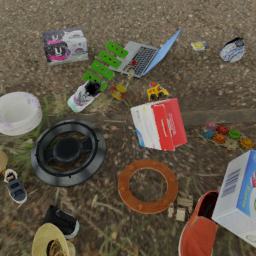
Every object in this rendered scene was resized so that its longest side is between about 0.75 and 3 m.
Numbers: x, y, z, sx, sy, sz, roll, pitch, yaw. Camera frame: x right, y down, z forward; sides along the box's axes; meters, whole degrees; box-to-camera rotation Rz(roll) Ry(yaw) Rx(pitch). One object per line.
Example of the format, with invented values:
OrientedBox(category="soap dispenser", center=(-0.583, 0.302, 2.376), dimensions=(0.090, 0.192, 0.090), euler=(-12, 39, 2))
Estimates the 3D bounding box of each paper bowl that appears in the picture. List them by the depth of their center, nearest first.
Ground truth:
OrientedBox(category="paper bowl", center=(-4.286, -0.477, 10.913), dimensions=(1.841, 0.957, 1.841), euler=(0, 50, 0))

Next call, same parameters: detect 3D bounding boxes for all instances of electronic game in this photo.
OrientedBox(category="electronic game", center=(-2.123, 0.827, 10.051), dimensions=(2.717, 0.565, 2.717), euler=(-3, 57, 4))

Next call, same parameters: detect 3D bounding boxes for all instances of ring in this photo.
OrientedBox(category="ring", center=(0.677, 1.888, 9.433), dimensions=(2.031, 0.195, 2.031), euler=(0, 49, 0))

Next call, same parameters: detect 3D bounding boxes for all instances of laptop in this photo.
OrientedBox(category="laptop", center=(0.792, -3.753, 13.251), dimensions=(2.798, 1.622, 2.620), euler=(19, 52, 16))

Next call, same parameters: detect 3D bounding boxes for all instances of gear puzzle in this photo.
OrientedBox(category="gear puzzle", center=(3.822, 0.332, 10.694), dimensions=(1.945, 0.255, 1.008), euler=(22, 53, 17))

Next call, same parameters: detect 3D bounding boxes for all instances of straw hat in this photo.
OrientedBox(category="straw hat", center=(-1.877, 3.455, 7.729), dimensions=(0.719, 1.700, 1.700), euler=(12, 33, -48))

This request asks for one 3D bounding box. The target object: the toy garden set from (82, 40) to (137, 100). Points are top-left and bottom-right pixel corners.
OrientedBox(category="toy garden set", center=(-0.602, -2.465, 12.371), dimensions=(1.915, 0.458, 2.297), euler=(32, 69, -2))

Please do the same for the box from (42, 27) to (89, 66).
OrientedBox(category="box", center=(-3.078, -4.035, 13.773), dimensions=(2.029, 1.164, 1.341), euler=(-12, 51, -10))

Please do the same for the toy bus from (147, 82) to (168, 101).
OrientedBox(category="toy bus", center=(1.198, -1.565, 11.709), dimensions=(0.808, 0.549, 0.776), euler=(-18, 88, 24))

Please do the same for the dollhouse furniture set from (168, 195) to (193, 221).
OrientedBox(category="dollhouse furniture set", center=(1.676, 2.513, 8.954), dimensions=(0.729, 0.417, 0.855), euler=(8, 24, 12))

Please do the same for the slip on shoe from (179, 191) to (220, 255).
OrientedBox(category="slip on shoe", center=(2.179, 2.926, 8.161), dimensions=(0.973, 0.804, 2.627), euler=(23, 55, 16))

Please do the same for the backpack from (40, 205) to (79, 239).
OrientedBox(category="backpack", center=(-1.967, 2.846, 8.317), dimensions=(1.042, 0.660, 0.870), euler=(13, 64, 11))

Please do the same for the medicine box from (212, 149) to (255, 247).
OrientedBox(category="medicine box", center=(3.937, 2.195, 8.074), dimensions=(2.322, 1.195, 2.115), euler=(33, 55, 0))

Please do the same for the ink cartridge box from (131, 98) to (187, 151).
OrientedBox(category="ink cartridge box", center=(1.077, -0.126, 9.373), dimensions=(0.868, 1.500, 2.582), euler=(-17, 7, -19))

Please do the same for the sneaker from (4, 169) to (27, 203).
OrientedBox(category="sneaker", center=(-3.753, 1.902, 9.231), dimensions=(0.489, 0.495, 1.246), euler=(-28, 57, -23))

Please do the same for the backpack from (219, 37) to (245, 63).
OrientedBox(category="backpack", center=(5.063, -3.693, 13.649), dimensions=(1.070, 1.123, 0.865), euler=(-16, 65, -9))

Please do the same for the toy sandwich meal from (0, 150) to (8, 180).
OrientedBox(category="toy sandwich meal", center=(-4.793, 1.351, 9.741), dimensions=(1.373, 0.470, 1.373), euler=(0, 46, 0))

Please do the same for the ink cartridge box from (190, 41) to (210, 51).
OrientedBox(category="ink cartridge box", center=(3.771, -4.378, 14.721), dimensions=(0.789, 0.188, 0.799), euler=(-11, 53, -8))

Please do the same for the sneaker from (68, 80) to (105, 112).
OrientedBox(category="sneaker", center=(-1.391, -1.489, 10.938), dimensions=(0.800, 1.440, 2.058), euler=(46, 28, -16))
